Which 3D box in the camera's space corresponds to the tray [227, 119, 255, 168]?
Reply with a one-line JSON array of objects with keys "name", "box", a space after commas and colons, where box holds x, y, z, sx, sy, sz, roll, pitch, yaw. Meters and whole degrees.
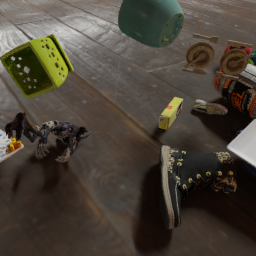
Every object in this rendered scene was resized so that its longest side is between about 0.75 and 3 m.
[{"name": "tray", "box": [4.128, 0.951, 7.147, 1.538, 0.318, 2.864, -35, 55, -26]}]

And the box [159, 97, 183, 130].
[{"name": "box", "box": [1.597, -0.562, 10.340, 0.367, 0.552, 1.466, 19, 43, 23]}]

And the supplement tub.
[{"name": "supplement tub", "box": [4.663, -1.341, 10.405, 1.693, 1.693, 2.763, -19, 41, -22]}]

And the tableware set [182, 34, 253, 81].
[{"name": "tableware set", "box": [2.961, -2.233, 9.250, 2.079, 1.374, 0.417, 11, 39, 1]}]

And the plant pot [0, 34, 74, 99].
[{"name": "plant pot", "box": [-2.478, -1.822, 8.012, 1.391, 1.398, 1.268, -12, 27, 32]}]

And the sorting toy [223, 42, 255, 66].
[{"name": "sorting toy", "box": [5.329, -2.960, 13.222, 1.620, 1.106, 2.695, 0, 47, 25]}]

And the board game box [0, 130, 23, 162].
[{"name": "board game box", "box": [-4.931, 0.643, 8.993, 2.191, 0.284, 2.192, 26, 44, 28]}]

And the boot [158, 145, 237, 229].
[{"name": "boot", "box": [1.831, 1.458, 7.428, 2.014, 0.979, 2.675, 2, 32, 4]}]

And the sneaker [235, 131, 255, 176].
[{"name": "sneaker", "box": [4.350, 1.058, 7.939, 1.150, 1.035, 2.952, -15, 47, -20]}]

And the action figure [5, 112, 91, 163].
[{"name": "action figure", "box": [-2.306, 0.348, 8.546, 1.555, 1.335, 2.616, -3, -14, 43]}]

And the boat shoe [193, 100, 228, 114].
[{"name": "boat shoe", "box": [3.126, -0.711, 10.705, 1.276, 0.459, 0.396, 19, 66, 27]}]

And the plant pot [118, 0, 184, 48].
[{"name": "plant pot", "box": [0.775, -3.097, 7.986, 1.340, 1.670, 1.670, 41, 52, 21]}]
